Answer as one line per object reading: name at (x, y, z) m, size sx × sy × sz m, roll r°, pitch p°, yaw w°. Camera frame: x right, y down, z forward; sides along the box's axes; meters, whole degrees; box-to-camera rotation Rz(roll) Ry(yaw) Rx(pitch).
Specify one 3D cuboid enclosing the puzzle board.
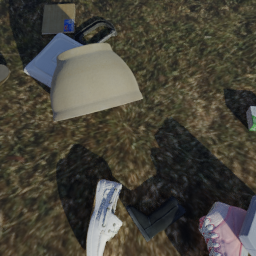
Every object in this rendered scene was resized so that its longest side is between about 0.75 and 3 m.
puzzle board at (-3.204, -5.067, 13.016) m, size 1.453 × 0.168 × 1.928 m, roll -3°, pitch 61°, yaw -3°

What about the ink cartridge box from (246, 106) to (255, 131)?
ink cartridge box at (4.965, -0.321, 10.159) m, size 1.110 × 0.461 × 0.814 m, roll 4°, pitch 61°, yaw 2°

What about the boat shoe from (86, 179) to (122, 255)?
boat shoe at (-0.626, 2.754, 8.167) m, size 0.904 × 0.924 × 2.609 m, roll 5°, pitch 60°, yaw 3°

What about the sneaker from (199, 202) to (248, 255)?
sneaker at (2.487, 3.345, 7.748) m, size 1.476 × 1.063 × 2.823 m, roll 25°, pitch 57°, yaw 9°

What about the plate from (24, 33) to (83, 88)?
plate at (-2.679, -2.736, 11.427) m, size 2.434 × 0.393 × 2.429 m, roll 31°, pitch 71°, yaw 17°

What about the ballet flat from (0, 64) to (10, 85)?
ballet flat at (-5.743, -1.544, 10.838) m, size 2.664 × 0.617 × 0.897 m, roll -41°, pitch 98°, yaw -14°

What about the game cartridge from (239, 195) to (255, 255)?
game cartridge at (3.934, 3.063, 7.714) m, size 2.155 × 0.441 × 1.434 m, roll 42°, pitch 58°, yaw -16°

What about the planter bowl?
planter bowl at (-1.192, -1.518, 8.982) m, size 2.948 × 2.948 × 1.984 m, roll -16°, pitch 96°, yaw -9°

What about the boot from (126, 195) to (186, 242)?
boot at (0.842, 2.517, 8.534) m, size 1.476 × 0.485 × 1.217 m, roll -32°, pitch 76°, yaw -12°

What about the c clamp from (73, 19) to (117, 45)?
c clamp at (-1.358, -3.903, 12.318) m, size 1.949 × 0.309 × 2.282 m, roll 34°, pitch 67°, yaw 22°
